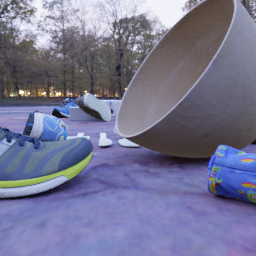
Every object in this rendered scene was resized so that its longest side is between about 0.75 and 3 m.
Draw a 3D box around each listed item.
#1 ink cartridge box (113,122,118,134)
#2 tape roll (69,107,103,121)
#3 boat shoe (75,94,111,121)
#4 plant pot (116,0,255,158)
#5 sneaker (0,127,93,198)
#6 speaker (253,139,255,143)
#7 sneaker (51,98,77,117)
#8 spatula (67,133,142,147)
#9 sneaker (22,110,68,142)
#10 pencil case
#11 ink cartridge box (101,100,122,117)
[{"bbox_3d":[0.037,0.049,7.898,0.580,0.333,0.798,16,4,26],"label":"ink cartridge box"},{"bbox_3d":[-2.121,-0.805,15.415,2.172,0.718,2.172,1,5,0],"label":"tape roll"},{"bbox_3d":[-1.622,-0.938,13.676,0.727,0.869,2.433,-8,-22,24],"label":"boat shoe"},{"bbox_3d":[1.454,-0.614,5.302,2.007,2.990,2.990,33,-5,-19],"label":"plant pot"},{"bbox_3d":[-1.678,0.225,3.282,2.653,1.074,0.980,-3,6,-27],"label":"sneaker"},{"bbox_3d":[3.527,-0.013,6.660,0.890,0.890,2.191,-3,7,-29],"label":"speaker"},{"bbox_3d":[-4.017,-1.286,17.807,1.061,1.204,2.701,1,6,13],"label":"sneaker"},{"bbox_3d":[-0.704,0.245,7.537,1.822,0.210,2.620,-1,6,-7],"label":"spatula"},{"bbox_3d":[-1.978,0.110,6.686,0.898,0.883,2.332,20,1,-17],"label":"sneaker"},{"bbox_3d":[1.528,0.508,2.756,1.490,0.581,0.647,4,-29,40],"label":"pencil case"},{"bbox_3d":[-1.191,-1.274,18.235,2.549,1.070,1.846,-1,6,-6],"label":"ink cartridge box"}]
